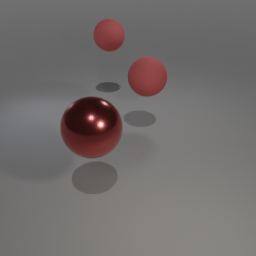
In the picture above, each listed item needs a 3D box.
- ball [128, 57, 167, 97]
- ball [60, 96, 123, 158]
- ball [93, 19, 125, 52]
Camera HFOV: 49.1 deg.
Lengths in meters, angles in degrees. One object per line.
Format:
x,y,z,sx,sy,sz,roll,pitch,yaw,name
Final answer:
0.691,-1.817,9.962,1.400,1.400,1.400,0,29,0,ball
-0.819,-0.014,6.347,1.400,1.400,1.400,0,29,0,ball
-0.845,-4.148,12.557,1.400,1.400,1.400,0,29,0,ball
